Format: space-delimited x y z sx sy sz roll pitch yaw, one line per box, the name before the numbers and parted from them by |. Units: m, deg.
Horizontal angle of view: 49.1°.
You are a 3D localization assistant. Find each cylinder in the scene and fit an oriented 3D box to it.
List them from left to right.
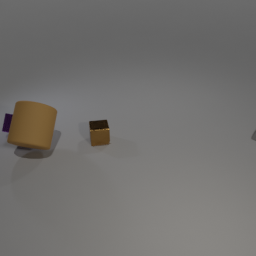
cylinder | -3.236 -0.062 9.542 1.400 1.400 1.400 8 -11 2

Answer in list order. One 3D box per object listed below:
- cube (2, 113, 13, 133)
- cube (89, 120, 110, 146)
cube | -4.231 -0.131 10.679 0.700 0.700 0.700 9 -2 14
cube | -1.065 0.177 10.439 0.700 0.700 0.700 -6 33 -9
